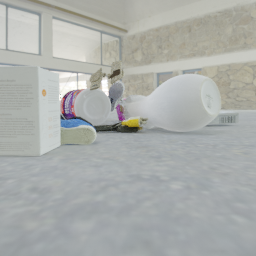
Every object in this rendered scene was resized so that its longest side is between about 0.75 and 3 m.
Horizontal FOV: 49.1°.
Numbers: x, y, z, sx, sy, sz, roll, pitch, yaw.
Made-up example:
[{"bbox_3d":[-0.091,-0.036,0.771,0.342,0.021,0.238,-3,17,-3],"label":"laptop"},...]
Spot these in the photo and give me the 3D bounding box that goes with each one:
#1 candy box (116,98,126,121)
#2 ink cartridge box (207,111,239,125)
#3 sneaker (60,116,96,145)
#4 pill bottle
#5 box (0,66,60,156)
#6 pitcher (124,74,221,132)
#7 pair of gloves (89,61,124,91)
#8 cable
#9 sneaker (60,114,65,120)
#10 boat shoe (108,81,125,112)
[{"bbox_3d":[0.110,-0.924,13.978,0.511,1.142,1.675,-25,19,-38],"label":"candy box"},{"bbox_3d":[2.986,-0.438,12.019,2.436,0.537,2.481,-4,5,-8],"label":"ink cartridge box"},{"bbox_3d":[-1.437,0.037,6.199,1.468,0.563,0.817,3,10,-7],"label":"sneaker"},{"bbox_3d":[-1.957,-0.884,11.687,1.496,1.496,2.685,-3,5,-32],"label":"pill bottle"},{"bbox_3d":[-1.776,-0.317,5.085,0.784,1.475,1.123,0,5,4],"label":"box"},{"bbox_3d":[1.646,-0.610,9.117,2.426,1.714,2.828,16,-18,-40],"label":"pitcher"},{"bbox_3d":[-0.723,-1.773,9.597,1.263,0.221,1.074,-19,46,12],"label":"pair of gloves"},{"bbox_3d":[-0.353,-0.117,8.619,1.955,0.492,0.949,0,4,3],"label":"cable"},{"bbox_3d":[-3.518,-0.674,13.168,2.221,0.871,0.882,-10,-2,9],"label":"sneaker"},{"bbox_3d":[-0.486,-1.426,12.137,0.628,1.745,0.573,32,48,9],"label":"boat shoe"}]
